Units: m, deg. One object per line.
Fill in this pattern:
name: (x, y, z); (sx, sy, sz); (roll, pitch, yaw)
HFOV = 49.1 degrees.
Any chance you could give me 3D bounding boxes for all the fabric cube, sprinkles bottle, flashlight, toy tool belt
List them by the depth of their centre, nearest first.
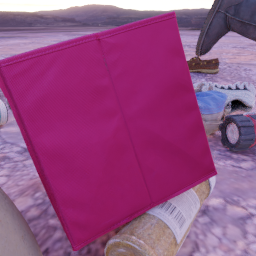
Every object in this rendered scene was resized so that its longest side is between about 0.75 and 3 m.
sprinkles bottle: (0.639, 1.295, 4.379); (0.835, 0.835, 2.446); (14, 27, 28)
fabric cube: (-0.465, -0.104, 4.525); (2.407, 2.400, 2.362); (-23, 14, -20)
flashlight: (3.814, 0.043, 7.312); (2.792, 0.949, 0.945); (-3, -11, -17)
toy tool belt: (2.204, -0.638, 8.021); (2.414, 1.483, 1.507); (-22, 31, -40)

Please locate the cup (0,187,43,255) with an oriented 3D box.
cup: (-2.392, 1.297, 2.912); (2.826, 2.021, 2.826); (0, 24, 0)

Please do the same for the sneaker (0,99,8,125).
sneaker: (-5.101, -0.603, 8.530); (2.709, 1.133, 1.636); (19, 20, 35)

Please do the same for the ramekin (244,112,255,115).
ramekin: (3.757, -0.108, 8.101); (0.874, 0.459, 0.874); (-1, 23, 0)

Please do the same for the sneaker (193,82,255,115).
sneaker: (3.029, -0.967, 9.596); (2.529, 0.950, 1.025); (-1, 51, 18)

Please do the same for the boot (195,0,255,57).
boot: (3.275, -2.582, 7.707); (2.387, 2.170, 0.866); (26, 40, 11)

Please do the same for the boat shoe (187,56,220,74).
boat shoe: (3.777, -3.581, 15.577); (2.574, 0.869, 0.927); (9, 25, 19)
